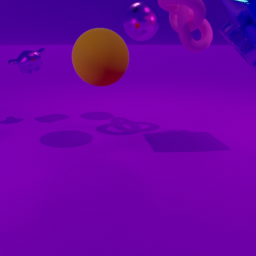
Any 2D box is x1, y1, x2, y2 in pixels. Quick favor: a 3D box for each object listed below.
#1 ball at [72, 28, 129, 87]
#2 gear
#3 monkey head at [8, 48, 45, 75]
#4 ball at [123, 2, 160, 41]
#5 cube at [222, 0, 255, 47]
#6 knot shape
[{"bbox_3d":[-0.600,-1.543,6.174,1.249,1.249,1.249,0,18,0],"label":"ball"},{"bbox_3d":[2.525,-1.711,6.068,1.363,0.252,1.363,38,25,-21],"label":"gear"},{"bbox_3d":[-2.792,-1.916,7.810,1.051,0.633,0.756,-27,57,-17],"label":"monkey head"},{"bbox_3d":[0.372,-2.953,7.800,1.023,1.023,1.023,0,18,0],"label":"ball"},{"bbox_3d":[2.876,-2.411,5.463,1.277,1.277,1.277,-38,26,15],"label":"cube"},{"bbox_3d":[1.330,-2.711,6.597,0.803,1.739,1.627,-31,-19,17],"label":"knot shape"}]
